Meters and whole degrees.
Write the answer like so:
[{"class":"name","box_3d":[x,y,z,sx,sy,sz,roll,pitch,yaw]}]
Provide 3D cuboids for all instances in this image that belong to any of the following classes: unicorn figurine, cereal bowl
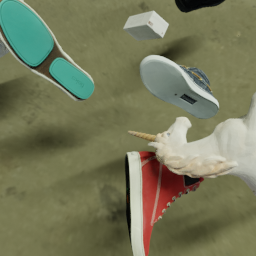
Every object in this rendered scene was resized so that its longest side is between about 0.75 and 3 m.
[{"class":"unicorn figurine","box_3d":[1.670,0.267,3.805,2.838,1.048,1.949,42,91,3]},{"class":"cereal bowl","box_3d":[-3.304,-2.104,5.834,2.558,2.558,1.065,-26,76,-12]}]

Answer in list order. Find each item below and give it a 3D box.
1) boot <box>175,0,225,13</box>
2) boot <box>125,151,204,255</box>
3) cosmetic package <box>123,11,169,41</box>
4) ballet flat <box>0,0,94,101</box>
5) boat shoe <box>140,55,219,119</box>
[{"class":"boot","box_3d":[2.305,-3.624,6.642,2.077,1.745,0.793,-30,94,-25]},{"class":"boot","box_3d":[0.607,1.230,4.496,1.273,0.639,1.765,-1,100,-10]},{"class":"cosmetic package","box_3d":[0.328,-1.947,5.390,0.864,0.439,0.320,19,83,55]},{"class":"ballet flat","box_3d":[-1.591,-1.350,5.252,0.827,2.382,0.827,-22,46,25]},{"class":"boat shoe","box_3d":[0.833,-0.807,4.712,1.702,0.602,0.773,29,40,-32]}]
